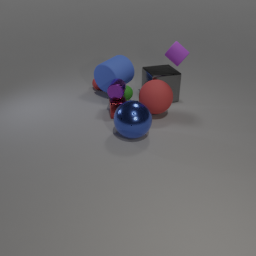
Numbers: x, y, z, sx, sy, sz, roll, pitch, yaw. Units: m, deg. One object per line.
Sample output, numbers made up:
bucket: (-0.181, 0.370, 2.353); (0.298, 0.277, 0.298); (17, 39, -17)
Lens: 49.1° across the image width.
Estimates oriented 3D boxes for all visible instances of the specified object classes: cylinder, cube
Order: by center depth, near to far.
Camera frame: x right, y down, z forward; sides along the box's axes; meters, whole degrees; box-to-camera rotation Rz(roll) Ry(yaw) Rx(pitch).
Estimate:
cylinder: (1.928, -2.917, 11.021); (0.700, 0.700, 0.700); (42, 38, -1)
cylinder: (-0.461, -1.623, 11.671); (0.700, 0.700, 0.700); (4, 30, 7)
cube: (-0.419, -0.868, 11.789); (0.700, 0.700, 0.700); (-4, 31, -7)
cube: (1.515, -2.045, 13.093); (1.400, 1.400, 1.400); (-9, 31, -15)
cylinder: (-0.640, -2.543, 13.138); (1.400, 1.400, 1.400); (19, 40, 29)

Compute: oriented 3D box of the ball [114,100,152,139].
ball: (0.176, -0.304, 10.166); (1.400, 1.400, 1.400); (0, 30, 0)

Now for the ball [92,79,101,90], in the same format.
ball: (-1.458, -2.272, 14.194); (0.700, 0.700, 0.700); (0, 30, 0)

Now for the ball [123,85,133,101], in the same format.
ball: (-0.124, -1.584, 12.654); (0.700, 0.700, 0.700); (0, 30, 0)

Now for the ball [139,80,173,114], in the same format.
ball: (1.140, -1.272, 11.473); (1.400, 1.400, 1.400); (0, 30, 0)
